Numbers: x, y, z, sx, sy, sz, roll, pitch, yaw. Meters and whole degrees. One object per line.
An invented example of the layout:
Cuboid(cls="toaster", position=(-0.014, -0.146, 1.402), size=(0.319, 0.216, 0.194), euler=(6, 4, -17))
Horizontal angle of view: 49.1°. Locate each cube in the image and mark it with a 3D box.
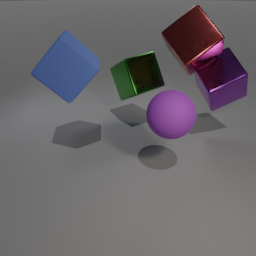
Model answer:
Cuboid(cls="cube", position=(0.352, -2.032, 11.097), size=(1.400, 1.400, 1.400), euler=(-22, 7, -25))
Cuboid(cls="cube", position=(2.135, -2.810, 9.198), size=(1.400, 1.400, 1.400), euler=(-36, -11, 12))
Cuboid(cls="cube", position=(3.340, -1.738, 10.172), size=(1.400, 1.400, 1.400), euler=(-25, 60, 8))
Cuboid(cls="cube", position=(-1.821, -1.871, 8.475), size=(1.400, 1.400, 1.400), euler=(38, 17, -21))

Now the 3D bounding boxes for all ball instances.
Cuboid(cls="ball", position=(1.220, -0.379, 7.968), size=(1.400, 1.400, 1.400), euler=(0, 28, 0))
